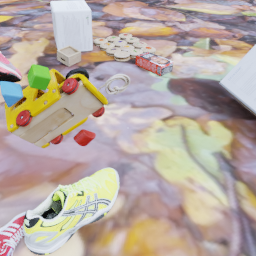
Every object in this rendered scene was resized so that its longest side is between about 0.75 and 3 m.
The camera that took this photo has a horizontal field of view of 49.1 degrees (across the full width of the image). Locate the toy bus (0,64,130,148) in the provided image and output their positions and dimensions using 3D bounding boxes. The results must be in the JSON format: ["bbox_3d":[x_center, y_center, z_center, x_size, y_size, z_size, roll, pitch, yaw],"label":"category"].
[{"bbox_3d":[-0.786,-0.344,3.220,1.263,1.192,0.653,-5,51,-26],"label":"toy bus"}]

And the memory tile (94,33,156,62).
[{"bbox_3d":[-0.203,-3.785,12.890,2.100,0.230,2.740,-20,41,-24],"label":"memory tile"}]

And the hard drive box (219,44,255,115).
[{"bbox_3d":[4.254,-1.189,7.704,1.063,2.156,2.767,29,22,-36],"label":"hard drive box"}]

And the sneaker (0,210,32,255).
[{"bbox_3d":[-2.047,1.986,5.035,1.118,0.398,0.629,-31,42,-24],"label":"sneaker"}]

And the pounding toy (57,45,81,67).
[{"bbox_3d":[-2.458,-2.975,11.604,0.890,0.632,0.819,33,48,22],"label":"pounding toy"}]

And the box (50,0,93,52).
[{"bbox_3d":[-2.537,-4.581,12.590,1.590,1.857,1.847,-8,38,-15],"label":"box"}]

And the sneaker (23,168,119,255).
[{"bbox_3d":[-0.962,1.419,5.411,0.849,0.860,2.251,24,43,30],"label":"sneaker"}]

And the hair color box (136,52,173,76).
[{"bbox_3d":[1.029,-2.563,11.085,0.714,0.431,1.407,-28,46,-34],"label":"hair color box"}]

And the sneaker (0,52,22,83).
[{"bbox_3d":[-2.013,-1.056,4.041,0.526,1.427,0.619,-8,79,13],"label":"sneaker"}]
